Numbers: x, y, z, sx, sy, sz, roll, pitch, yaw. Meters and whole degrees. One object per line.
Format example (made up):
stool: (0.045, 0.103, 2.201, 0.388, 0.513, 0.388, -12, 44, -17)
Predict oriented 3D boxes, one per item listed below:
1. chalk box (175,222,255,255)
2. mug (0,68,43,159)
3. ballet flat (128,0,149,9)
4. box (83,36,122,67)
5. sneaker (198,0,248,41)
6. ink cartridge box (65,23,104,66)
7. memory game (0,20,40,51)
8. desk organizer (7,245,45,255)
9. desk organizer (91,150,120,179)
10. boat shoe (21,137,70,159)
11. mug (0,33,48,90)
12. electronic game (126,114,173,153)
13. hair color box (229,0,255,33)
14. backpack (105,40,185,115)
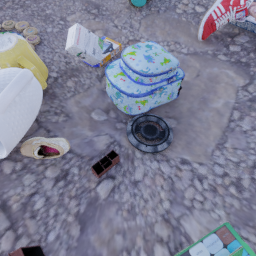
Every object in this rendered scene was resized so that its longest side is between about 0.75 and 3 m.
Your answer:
chalk box: (1.557, 2.644, 4.878, 1.285, 2.059, 1.276, -25, 56, -18)
mug: (-3.173, -0.664, 7.286, 1.796, 2.433, 2.133, 41, 51, -17)
ballet flat: (0.577, -5.911, 12.332, 1.007, 0.908, 2.676, 14, 45, 39)
box: (-0.990, -2.757, 10.154, 0.852, 0.297, 1.432, 30, 57, 21)
sneaker: (3.632, -4.082, 10.504, 1.260, 0.798, 2.241, 30, 81, 26)
ink cartridge box: (-1.410, -2.729, 9.217, 0.497, 1.178, 0.861, -11, 65, 42)
memory game: (-4.744, -3.286, 10.626, 2.784, 0.177, 2.784, 0, 52, 0)
desk organizer: (-1.763, 3.043, 5.547, 0.583, 0.543, 1.513, -28, 58, -22)
desk organizer: (-0.581, 0.932, 7.308, 0.779, 0.300, 0.280, -37, 61, -25)
boat shoe: (-2.230, 0.552, 7.235, 1.440, 0.531, 0.498, -8, 24, 20)
mug: (-3.286, -2.050, 8.649, 1.831, 1.503, 1.467, 5, 57, 13)
electronic game: (0.618, 0.128, 7.934, 1.337, 0.278, 1.337, 3, 53, -4)
hair color box: (4.942, -4.418, 10.994, 2.084, 0.631, 1.042, 33, 84, 22)
backpack: (0.401, -1.559, 8.436, 2.098, 1.541, 1.920, -28, 58, -20)
